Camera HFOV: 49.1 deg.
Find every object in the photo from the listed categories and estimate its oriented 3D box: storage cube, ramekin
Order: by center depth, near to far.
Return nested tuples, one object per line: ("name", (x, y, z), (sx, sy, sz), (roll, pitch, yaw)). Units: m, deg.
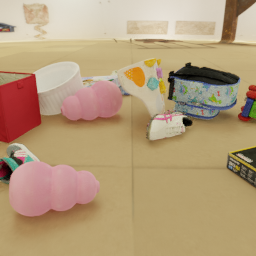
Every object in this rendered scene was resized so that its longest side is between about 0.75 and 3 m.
("storage cube", (-4.718, -0.883, 10.509), (1.996, 2.099, 2.335), (7, 23, 16))
("ramekin", (-3.292, -1.784, 12.719), (2.727, 1.330, 2.727), (-12, 37, 9))

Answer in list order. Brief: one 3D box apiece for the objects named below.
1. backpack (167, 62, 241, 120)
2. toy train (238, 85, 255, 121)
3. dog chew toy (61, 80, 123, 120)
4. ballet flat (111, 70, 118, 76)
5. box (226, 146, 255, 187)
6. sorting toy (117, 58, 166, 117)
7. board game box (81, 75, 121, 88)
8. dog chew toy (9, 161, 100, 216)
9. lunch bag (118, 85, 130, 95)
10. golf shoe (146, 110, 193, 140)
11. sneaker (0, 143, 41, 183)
("backpack", (3.344, -1.560, 12.180), (2.722, 2.001, 2.491), (14, 29, 28))
("toy train", (6.002, -1.082, 12.306), (1.719, 1.258, 2.971), (21, 29, 20))
("dog chew toy", (-1.547, -1.053, 11.754), (2.560, 1.594, 1.594), (-19, 28, -22))
("ballet flat", (-0.820, -3.133, 17.441), (0.867, 0.867, 2.417), (-1, 20, -2))
("box", (4.160, 1.191, 7.555), (1.824, 0.564, 2.285), (-8, 24, -21))
("sorting toy", (0.957, -1.454, 11.412), (1.472, 2.481, 2.756), (-18, 8, 18))
("board game box", (-2.027, -2.091, 14.643), (2.645, 0.544, 2.638), (2, 27, 25))
("dog chew toy", (-1.636, 1.374, 6.428), (1.955, 1.217, 1.217), (2, 22, -14))
("lunch bag", (-0.298, -2.229, 15.754), (1.463, 0.553, 1.173), (9, 22, 22))
("golf shoe", (1.528, -0.104, 10.258), (1.077, 0.849, 2.339), (17, 28, 32))
("sneaker", (-3.299, 0.991, 7.859), (1.791, 0.749, 1.081), (22, 22, 40))
